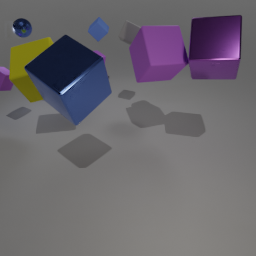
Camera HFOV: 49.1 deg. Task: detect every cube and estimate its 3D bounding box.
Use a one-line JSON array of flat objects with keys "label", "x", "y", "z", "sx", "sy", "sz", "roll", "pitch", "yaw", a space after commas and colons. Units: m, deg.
[{"label": "cube", "x": -2.979, "y": -1.929, "z": 9.462, "sx": 1.400, "sy": 1.400, "sz": 1.400, "roll": -14, "pitch": 60, "yaw": 4}, {"label": "cube", "x": -1.529, "y": -3.064, "z": 12.851, "sx": 0.700, "sy": 0.700, "sz": 0.700, "roll": -20, "pitch": 47, "yaw": -36}, {"label": "cube", "x": -1.464, "y": -1.216, "z": 7.202, "sx": 1.400, "sy": 1.400, "sz": 1.400, "roll": 36, "pitch": 70, "yaw": 24}, {"label": "cube", "x": 0.100, "y": -3.776, "z": 11.255, "sx": 0.700, "sy": 0.700, "sz": 0.700, "roll": 27, "pitch": 8, "yaw": 1}, {"label": "cube", "x": -1.417, "y": -4.769, "z": 13.530, "sx": 0.700, "sy": 0.700, "sz": 0.700, "roll": -34, "pitch": 32, "yaw": 28}, {"label": "cube", "x": 2.639, "y": -2.385, "z": 8.528, "sx": 1.400, "sy": 1.400, "sz": 1.400, "roll": 3, "pitch": -12, "yaw": 17}, {"label": "cube", "x": -4.934, "y": -1.922, "z": 10.921, "sx": 0.700, "sy": 0.700, "sz": 0.700, "roll": 32, "pitch": 16, "yaw": 8}, {"label": "cube", "x": 1.008, "y": -2.501, "z": 9.584, "sx": 1.400, "sy": 1.400, "sz": 1.400, "roll": -8, "pitch": -12, "yaw": -20}]

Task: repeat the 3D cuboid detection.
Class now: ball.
[{"label": "ball", "x": -4.019, "y": -3.810, "z": 10.673, "sx": 0.700, "sy": 0.700, "sz": 0.700, "roll": 0, "pitch": 32, "yaw": 0}]
